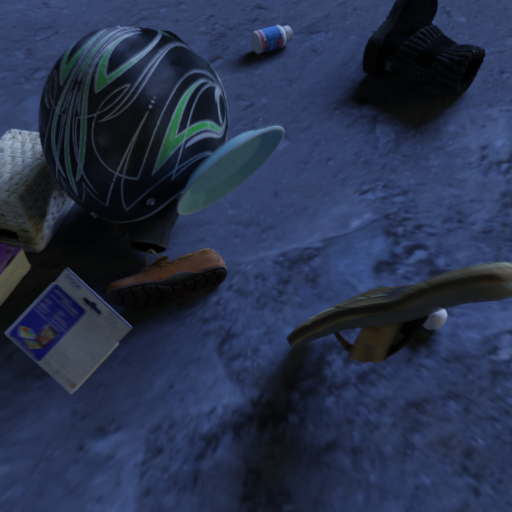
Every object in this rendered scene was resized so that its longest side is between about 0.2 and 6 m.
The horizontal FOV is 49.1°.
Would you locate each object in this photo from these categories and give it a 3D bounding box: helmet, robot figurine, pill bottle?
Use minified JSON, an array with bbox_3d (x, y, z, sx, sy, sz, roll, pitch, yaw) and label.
[{"bbox_3d":[-2.190,-2.282,9.729,3.181,3.181,3.033,24,31,20],"label":"helmet"},{"bbox_3d":[2.756,0.861,9.082,0.454,0.547,0.727,-8,46,-30],"label":"robot figurine"},{"bbox_3d":[0.423,-5.751,14.823,1.035,0.581,0.581,-23,52,-18],"label":"pill bottle"}]

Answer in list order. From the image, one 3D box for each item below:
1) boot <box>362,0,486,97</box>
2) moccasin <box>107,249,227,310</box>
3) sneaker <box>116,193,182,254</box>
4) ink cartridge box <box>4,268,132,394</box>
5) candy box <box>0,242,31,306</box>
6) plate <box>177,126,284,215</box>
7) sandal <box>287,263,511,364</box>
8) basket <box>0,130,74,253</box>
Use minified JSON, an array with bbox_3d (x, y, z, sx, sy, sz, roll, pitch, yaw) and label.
[{"bbox_3d":[4.488,-5.344,13.923,2.582,1.299,3.453,21,62,26],"label":"boot"},{"bbox_3d":[-1.505,0.320,9.356,2.005,0.733,0.774,-21,51,-18],"label":"moccasin"},{"bbox_3d":[-2.439,-0.709,10.208,2.155,0.806,1.145,4,68,25],"label":"sneaker"},{"bbox_3d":[-2.098,0.842,6.341,1.013,0.241,1.025,43,86,-1],"label":"ink cartridge box"},{"bbox_3d":[-4.908,0.310,9.483,1.546,0.553,1.297,13,50,12],"label":"candy box"},{"bbox_3d":[-0.471,-1.450,9.181,2.198,2.198,0.281,-34,83,-26],"label":"plate"},{"bbox_3d":[1.808,0.927,7.514,1.411,3.513,0.949,-17,87,-50],"label":"sandal"},{"bbox_3d":[-4.325,-1.265,10.403,1.388,1.263,2.048,9,49,8],"label":"basket"}]
